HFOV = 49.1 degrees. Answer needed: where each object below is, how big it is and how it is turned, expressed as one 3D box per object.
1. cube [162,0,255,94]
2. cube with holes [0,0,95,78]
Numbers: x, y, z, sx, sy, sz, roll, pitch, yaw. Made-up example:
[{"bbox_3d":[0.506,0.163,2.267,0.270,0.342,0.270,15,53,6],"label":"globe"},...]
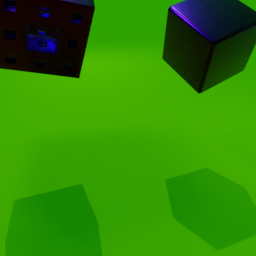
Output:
[{"bbox_3d":[1.560,-1.683,5.410,1.245,1.245,1.245,-28,60,-18],"label":"cube"},{"bbox_3d":[-1.429,-1.899,4.747,1.380,1.380,1.380,4,50,-19],"label":"cube with holes"}]
